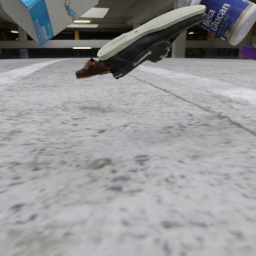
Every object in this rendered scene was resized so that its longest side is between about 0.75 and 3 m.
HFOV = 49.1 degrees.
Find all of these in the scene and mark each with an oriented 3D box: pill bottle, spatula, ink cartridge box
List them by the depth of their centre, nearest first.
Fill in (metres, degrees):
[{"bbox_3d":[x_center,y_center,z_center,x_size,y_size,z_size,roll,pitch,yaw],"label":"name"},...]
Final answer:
[{"bbox_3d":[-1.464,-2.599,5.129,1.564,1.151,1.131,-43,-8,-15],"label":"ink cartridge box"},{"bbox_3d":[3.365,-2.338,7.097,0.593,0.216,2.100,24,-19,14],"label":"spatula"},{"bbox_3d":[2.480,-3.331,7.913,2.063,1.146,1.146,38,32,18],"label":"pill bottle"}]

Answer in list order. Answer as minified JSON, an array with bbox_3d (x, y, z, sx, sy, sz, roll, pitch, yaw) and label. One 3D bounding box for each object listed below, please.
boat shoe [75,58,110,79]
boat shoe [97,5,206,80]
[{"bbox_3d":[-1.242,-2.277,10.439,1.956,0.688,0.689,-5,22,34],"label":"boat shoe"},{"bbox_3d":[0.660,-2.200,7.159,2.859,0.967,1.027,-24,29,16],"label":"boat shoe"}]
